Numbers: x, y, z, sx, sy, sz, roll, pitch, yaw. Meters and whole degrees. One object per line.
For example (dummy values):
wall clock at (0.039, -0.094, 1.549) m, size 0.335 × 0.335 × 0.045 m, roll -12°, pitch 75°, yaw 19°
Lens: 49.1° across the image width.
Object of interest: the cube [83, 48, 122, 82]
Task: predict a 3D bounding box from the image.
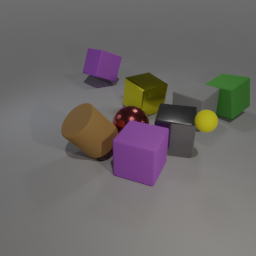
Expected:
cube at (-1.427, -3.469, 15.403) m, size 1.400 × 1.400 × 1.400 m, roll 6°, pitch 12°, yaw -43°

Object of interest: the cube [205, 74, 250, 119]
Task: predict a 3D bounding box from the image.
cube at (4.384, -1.438, 12.388) m, size 1.400 × 1.400 × 1.400 m, roll -31°, pitch 34°, yaw -29°

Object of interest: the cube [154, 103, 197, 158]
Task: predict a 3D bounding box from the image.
cube at (1.734, 0.066, 10.289) m, size 1.400 × 1.400 × 1.400 m, roll 7°, pitch 32°, yaw 11°

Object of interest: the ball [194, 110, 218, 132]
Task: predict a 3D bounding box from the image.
ball at (2.413, -0.214, 8.657) m, size 0.700 × 0.700 × 0.700 m, roll 0°, pitch 31°, yaw 0°

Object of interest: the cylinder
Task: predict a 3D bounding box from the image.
cylinder at (-1.290, 0.101, 9.550) m, size 1.400 × 1.400 × 1.400 m, roll -23°, pitch 45°, yaw 25°

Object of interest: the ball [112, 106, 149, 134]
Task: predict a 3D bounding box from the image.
ball at (0.105, -0.139, 10.575) m, size 1.400 × 1.400 × 1.400 m, roll 0°, pitch 31°, yaw 0°

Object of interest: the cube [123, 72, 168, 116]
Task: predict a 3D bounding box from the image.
cube at (0.760, -1.531, 12.773) m, size 1.400 × 1.400 × 1.400 m, roll -18°, pitch 42°, yaw -31°

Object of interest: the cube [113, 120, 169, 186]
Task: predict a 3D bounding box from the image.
cube at (0.428, 0.778, 9.105) m, size 1.400 × 1.400 × 1.400 m, roll 13°, pitch 33°, yaw 20°

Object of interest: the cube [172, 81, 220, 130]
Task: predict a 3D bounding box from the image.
cube at (2.821, -0.978, 11.801) m, size 1.400 × 1.400 × 1.400 m, roll 24°, pitch 41°, yaw 34°
